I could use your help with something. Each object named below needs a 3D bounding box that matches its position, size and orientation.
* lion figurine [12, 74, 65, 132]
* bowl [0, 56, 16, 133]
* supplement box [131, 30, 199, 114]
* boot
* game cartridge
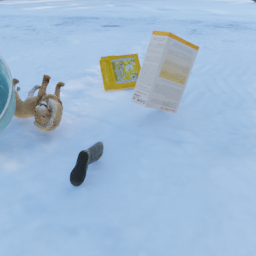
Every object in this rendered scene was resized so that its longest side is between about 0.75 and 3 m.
[{"bbox_3d":[-3.024,-0.725,8.964,2.865,1.755,1.038,-1,-19,42],"label":"lion figurine"},{"bbox_3d":[-4.399,-0.742,7.901,2.886,1.510,2.886,0,73,1],"label":"bowl"},{"bbox_3d":[1.203,-1.770,9.171,1.490,2.365,0.870,10,13,-39],"label":"supplement box"},{"bbox_3d":[-0.991,0.852,6.936,0.397,0.995,1.094,25,10,4],"label":"boot"},{"bbox_3d":[-0.274,-2.365,11.742,1.713,0.278,1.510,-9,75,-14],"label":"game cartridge"}]
